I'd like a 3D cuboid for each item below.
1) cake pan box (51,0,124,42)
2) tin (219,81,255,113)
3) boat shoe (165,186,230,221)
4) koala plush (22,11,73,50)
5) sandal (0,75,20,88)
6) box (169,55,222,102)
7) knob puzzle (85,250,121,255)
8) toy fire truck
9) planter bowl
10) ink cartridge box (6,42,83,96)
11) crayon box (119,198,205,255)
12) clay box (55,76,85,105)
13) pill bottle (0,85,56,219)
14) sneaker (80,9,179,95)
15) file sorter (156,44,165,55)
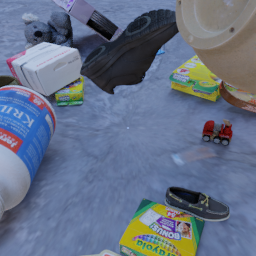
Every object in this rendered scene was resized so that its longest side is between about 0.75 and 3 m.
[{"bbox_3d":[-1.543,-4.450,11.296,2.712,0.770,2.944,23,17,-39],"label":"cake pan box"},{"bbox_3d":[3.388,-0.891,7.549,1.901,0.398,1.065,18,50,0],"label":"tin"},{"bbox_3d":[1.227,1.323,4.949,1.152,0.347,0.411,10,37,14],"label":"boat shoe"},{"bbox_3d":[-3.143,-3.662,10.923,1.869,1.657,1.718,-3,24,-4],"label":"koala plush"},{"bbox_3d":[-4.092,-1.336,8.345,1.958,0.787,0.529,5,20,4],"label":"sandal"},{"bbox_3d":[2.479,-1.660,8.853,1.529,0.630,2.605,24,39,28],"label":"box"},{"bbox_3d":[-0.283,2.304,3.695,1.706,0.237,1.706,0,36,0],"label":"knob puzzle"},{"bbox_3d":[2.079,-0.004,6.429,0.667,0.758,0.487,13,37,16],"label":"toy fire truck"},{"bbox_3d":[1.695,-1.656,3.726,1.626,2.415,2.415,1,31,-32],"label":"planter bowl"},{"bbox_3d":[-2.503,-1.856,8.509,1.465,0.854,2.024,-38,41,-28],"label":"ink cartridge box"},{"bbox_3d":[0.552,1.715,4.429,1.094,0.319,0.944,15,39,20],"label":"crayon box"},{"bbox_3d":[-1.713,-1.137,8.358,0.774,0.321,1.347,-5,35,-4],"label":"clay box"},{"bbox_3d":[-2.382,0.507,5.072,1.552,1.552,2.766,1,36,2],"label":"pill bottle"},{"bbox_3d":[0.137,-1.323,5.084,2.116,0.961,0.804,-23,37,34],"label":"sneaker"},{"bbox_3d":[0.984,-3.190,11.054,0.808,0.496,0.561,-22,41,-27],"label":"file sorter"}]
